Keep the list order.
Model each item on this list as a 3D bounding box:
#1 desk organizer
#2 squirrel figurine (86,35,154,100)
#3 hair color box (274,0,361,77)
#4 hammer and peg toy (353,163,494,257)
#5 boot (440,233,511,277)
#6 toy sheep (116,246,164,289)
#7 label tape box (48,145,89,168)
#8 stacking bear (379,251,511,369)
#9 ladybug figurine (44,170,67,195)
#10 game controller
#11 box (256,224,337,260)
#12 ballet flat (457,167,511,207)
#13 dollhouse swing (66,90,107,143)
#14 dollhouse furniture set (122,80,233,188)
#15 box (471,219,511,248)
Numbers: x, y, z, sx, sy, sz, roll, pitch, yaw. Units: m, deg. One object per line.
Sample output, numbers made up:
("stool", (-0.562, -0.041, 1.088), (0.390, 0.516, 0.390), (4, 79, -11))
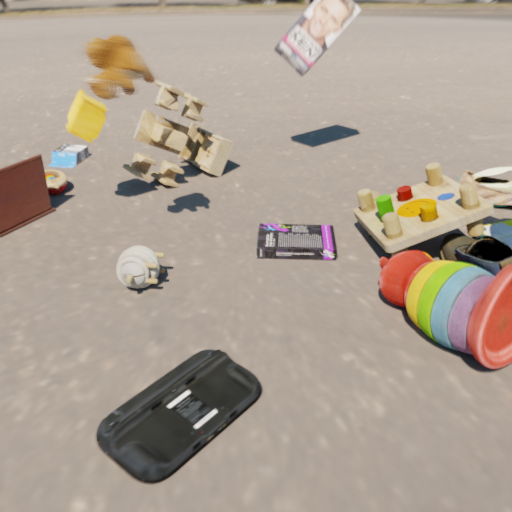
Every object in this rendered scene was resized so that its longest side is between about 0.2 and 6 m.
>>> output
("desk organizer", (-5.057, -0.859, 9.665), (1.083, 1.163, 3.020), (14, 32, 24))
("squirrel figurine", (-2.026, -2.645, 7.901), (0.802, 0.859, 0.608), (-31, 5, 5))
("hair color box", (1.299, -4.853, 12.060), (0.891, 1.781, 0.539), (41, 11, -10))
("hammer and peg toy", (2.646, -0.911, 9.537), (1.843, 0.884, 2.506), (-21, 25, 2))
("boot", (3.244, -0.034, 8.061), (0.829, 1.076, 2.220), (-29, 31, 2))
("toy sheep", (-1.745, 0.177, 8.332), (0.690, 0.690, 1.001), (2, 16, 3))
("label tape box", (-4.497, -2.392, 13.401), (0.642, 0.282, 0.891), (5, 29, 9))
("stacking bear", (2.448, 0.516, 7.282), (1.156, 1.235, 2.033), (-49, 35, -7))
("ladybug figurine", (-4.294, -1.525, 11.746), (0.646, 0.342, 0.952), (-15, 32, -25))
("game controller", (-0.773, 1.650, 6.029), (0.956, 0.386, 1.833), (34, 42, 25))
("box", (0.673, -0.250, 9.532), (1.339, 0.242, 0.957), (3, 28, 2))
("ballet flat", (5.104, -1.314, 10.890), (2.368, 0.796, 0.806), (4, 29, 6))
("dollhouse swing", (-2.979, -2.485, 9.884), (0.618, 0.680, 0.598), (25, 24, -19))
("dollhouse furniture set", (-1.760, -2.564, 12.184), (2.079, 1.909, 1.353), (12, 15, -44))
("box", (4.943, -0.172, 9.018), (2.555, 0.618, 1.499), (-14, 31, -18))
